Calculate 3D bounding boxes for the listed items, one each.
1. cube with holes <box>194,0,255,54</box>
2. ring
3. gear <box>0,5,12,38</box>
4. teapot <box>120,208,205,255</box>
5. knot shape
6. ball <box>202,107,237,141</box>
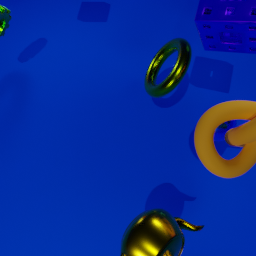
[{"bbox_3d":[1.910,-2.056,4.882,1.079,1.079,1.079,12,83,26],"label":"cube with holes"},{"bbox_3d":[0.946,-1.478,6.892,0.318,1.592,1.592,25,59,-26],"label":"ring"},{"bbox_3d":[-3.706,-2.850,7.817,0.215,1.160,1.160,33,65,-7],"label":"gear"},{"bbox_3d":[0.495,1.848,4.433,1.751,1.089,0.857,-22,37,-36],"label":"teapot"},{"bbox_3d":[1.944,-0.088,4.105,1.783,1.669,0.824,-4,47,-27],"label":"knot shape"},{"bbox_3d":[1.851,-0.090,5.780,0.731,0.731,0.731,0,62,0],"label":"ball"}]
